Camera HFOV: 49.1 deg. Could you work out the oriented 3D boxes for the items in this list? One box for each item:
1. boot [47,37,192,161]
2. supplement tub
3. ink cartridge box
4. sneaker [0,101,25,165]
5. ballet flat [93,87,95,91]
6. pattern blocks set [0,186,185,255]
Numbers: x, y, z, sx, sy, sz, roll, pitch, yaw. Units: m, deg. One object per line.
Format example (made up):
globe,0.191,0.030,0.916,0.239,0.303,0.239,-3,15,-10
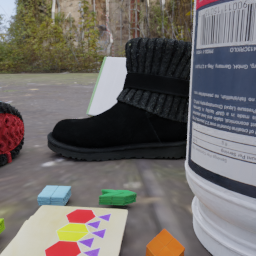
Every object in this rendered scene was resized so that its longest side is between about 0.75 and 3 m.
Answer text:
boot,-0.097,-0.563,5.128,2.801,2.094,1.054,-1,13,-3
supplement tub,1.432,-0.167,2.507,1.761,2.510,1.761,0,13,0
ink cartridge box,0.193,-0.967,7.497,2.496,1.816,0.599,11,-11,31
sneaker,-2.810,0.172,4.320,1.286,1.067,2.691,4,13,22
ballet flat,-0.697,-1.880,13.767,2.061,0.745,0.699,-1,13,-4
pattern blocks set,-0.551,1.060,2.383,2.006,0.185,2.282,3,14,14
